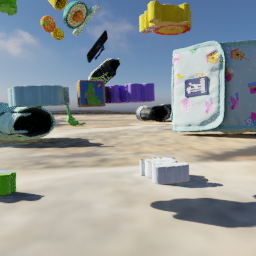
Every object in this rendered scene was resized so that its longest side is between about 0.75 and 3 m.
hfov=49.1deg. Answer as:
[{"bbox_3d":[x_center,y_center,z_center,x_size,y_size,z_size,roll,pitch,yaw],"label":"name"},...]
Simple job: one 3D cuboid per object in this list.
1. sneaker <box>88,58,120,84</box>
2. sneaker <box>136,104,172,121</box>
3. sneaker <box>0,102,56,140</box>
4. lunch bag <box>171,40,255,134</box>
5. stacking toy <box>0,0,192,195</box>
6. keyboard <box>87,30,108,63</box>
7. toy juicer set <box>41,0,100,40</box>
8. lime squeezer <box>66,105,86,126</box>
[{"bbox_3d":[-0.963,-2.280,11.709,0.829,2.001,0.718,1,-38,42],"label":"sneaker"},{"bbox_3d":[1.724,-0.728,13.894,2.658,0.883,1.203,-7,10,-38],"label":"sneaker"},{"bbox_3d":[-2.068,-0.157,4.237,1.938,0.713,1.143,0,-1,-26],"label":"sneaker"},{"bbox_3d":[1.919,-0.771,5.686,2.108,1.796,1.285,0,-3,3],"label":"lunch bag"},{"bbox_3d":[-0.295,-0.216,1.793,1.538,1.160,0.361,-1,4,-15],"label":"stacking toy"},{"bbox_3d":[-1.125,-2.949,10.387,0.135,1.315,0.835,27,-20,14],"label":"keyboard"},{"bbox_3d":[-1.865,-3.562,9.443,0.652,1.525,2.397,41,26,17],"label":"toy juicer set"},{"bbox_3d":[-1.833,-0.305,9.438,0.301,0.564,1.598,-16,-31,10],"label":"lime squeezer"}]
